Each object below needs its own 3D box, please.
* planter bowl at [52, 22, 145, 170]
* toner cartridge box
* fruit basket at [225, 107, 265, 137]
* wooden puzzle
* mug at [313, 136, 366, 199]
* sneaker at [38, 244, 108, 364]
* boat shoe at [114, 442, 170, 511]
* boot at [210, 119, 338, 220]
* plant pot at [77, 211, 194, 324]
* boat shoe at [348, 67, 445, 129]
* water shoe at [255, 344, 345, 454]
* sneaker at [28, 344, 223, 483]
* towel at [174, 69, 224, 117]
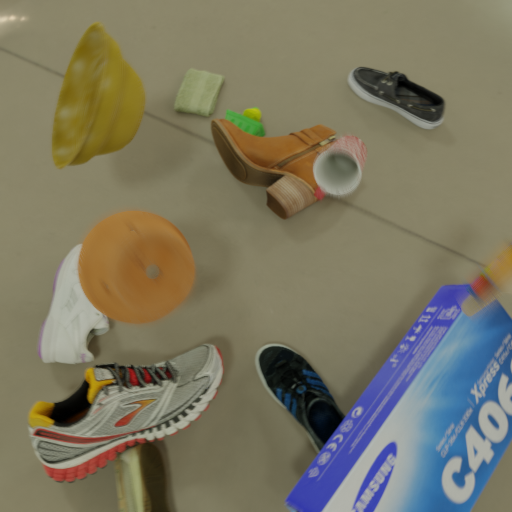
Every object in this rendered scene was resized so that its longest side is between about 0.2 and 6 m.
[{"bbox_3d":[-2.497,-2.468,9.238,0.997,2.393,2.393,13,56,-33],"label":"planter bowl"},{"bbox_3d":[2.687,2.749,8.748,2.157,0.981,4.542,48,68,-13],"label":"toner cartridge box"},{"bbox_3d":[-0.194,-3.032,12.608,0.980,0.707,0.980,-2,78,8],"label":"fruit basket"},{"bbox_3d":[3.368,0.027,7.257,1.555,1.679,0.389,-43,79,-8],"label":"wooden puzzle"},{"bbox_3d":[1.265,-1.432,8.787,0.946,0.711,1.066,-22,16,28],"label":"mug"},{"bbox_3d":[-3.264,0.915,10.477,1.157,0.870,2.324,9,67,-8],"label":"sneaker"},{"bbox_3d":[-1.809,4.135,8.736,0.713,0.827,2.267,-25,62,23],"label":"boat shoe"},{"bbox_3d":[0.584,-2.327,11.939,2.193,1.083,2.824,-38,69,-18],"label":"boot"},{"bbox_3d":[-1.611,0.199,8.023,1.700,1.190,1.700,-2,94,-24],"label":"plant pot"},{"bbox_3d":[3.244,-3.822,12.891,2.464,0.816,0.861,39,69,19],"label":"boat shoe"},{"bbox_3d":[0.914,2.382,9.492,0.889,0.981,2.486,-34,67,-17],"label":"water shoe"},{"bbox_3d":[-2.044,2.316,9.072,3.308,1.359,1.288,-27,25,-15],"label":"sneaker"},{"bbox_3d":[-1.362,-3.876,13.250,0.987,0.243,1.330,11,63,7],"label":"towel"}]
